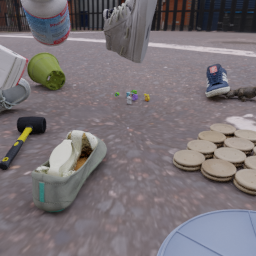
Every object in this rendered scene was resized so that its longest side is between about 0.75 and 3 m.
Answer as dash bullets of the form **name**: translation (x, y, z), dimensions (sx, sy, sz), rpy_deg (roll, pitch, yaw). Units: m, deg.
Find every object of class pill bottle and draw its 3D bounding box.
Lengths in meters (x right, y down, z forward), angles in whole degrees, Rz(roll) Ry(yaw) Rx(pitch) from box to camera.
- **pill bottle**: translation (-2.511, -3.687, 8.605), dimensions (1.331, 1.331, 2.448), rpy_deg (-4, -13, -9)

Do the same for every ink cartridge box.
- **ink cartridge box**: translation (-2.235, -1.103, 4.480), dimensions (1.001, 0.565, 1.364), rpy_deg (26, 5, -17)

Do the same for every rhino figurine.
- **rhino figurine**: translation (4.149, -1.247, 10.109), dimensions (1.477, 0.442, 0.646), rpy_deg (0, 28, 24)

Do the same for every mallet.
- **mallet**: translation (-2.630, 0.287, 6.622), dimensions (0.711, 0.444, 2.159), rpy_deg (3, 27, 6)

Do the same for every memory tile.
- **memory tile**: translation (2.349, 0.535, 6.192), dimensions (1.991, 0.218, 2.598), rpy_deg (17, 28, 34)

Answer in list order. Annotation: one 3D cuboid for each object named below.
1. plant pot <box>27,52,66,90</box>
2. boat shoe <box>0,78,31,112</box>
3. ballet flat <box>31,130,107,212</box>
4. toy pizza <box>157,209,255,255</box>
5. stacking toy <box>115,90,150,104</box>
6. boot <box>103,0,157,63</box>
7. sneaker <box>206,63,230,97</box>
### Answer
- **plant pot**: translation (-3.246, -2.218, 11.564), dimensions (1.412, 1.412, 1.341), rpy_deg (-15, 39, -32)
- **boat shoe**: translation (-4.409, -0.812, 8.407), dimensions (2.928, 1.079, 0.939), rpy_deg (-13, 32, -19)
- **ballet flat**: translation (-0.997, 0.510, 5.421), dimensions (0.901, 0.852, 2.673), rpy_deg (3, 23, 9)
- **toy pizza**: translation (1.506, 1.779, 3.010), dimensions (2.470, 0.391, 2.470), rpy_deg (-1, 22, 0)
- **stacking toy**: translation (0.133, -1.133, 10.148), dimensions (0.840, 0.262, 1.115), rpy_deg (-12, 24, -31)
- **boot**: translation (-0.056, -3.001, 7.616), dimensions (1.369, 2.865, 1.054), rpy_deg (20, 58, 6)
- **sneaker**: translation (3.322, -1.876, 10.646), dimensions (0.897, 1.011, 2.393), rpy_deg (-13, 15, 21)
